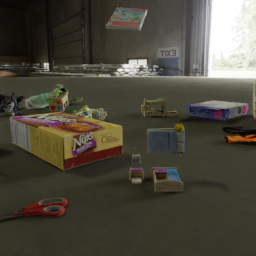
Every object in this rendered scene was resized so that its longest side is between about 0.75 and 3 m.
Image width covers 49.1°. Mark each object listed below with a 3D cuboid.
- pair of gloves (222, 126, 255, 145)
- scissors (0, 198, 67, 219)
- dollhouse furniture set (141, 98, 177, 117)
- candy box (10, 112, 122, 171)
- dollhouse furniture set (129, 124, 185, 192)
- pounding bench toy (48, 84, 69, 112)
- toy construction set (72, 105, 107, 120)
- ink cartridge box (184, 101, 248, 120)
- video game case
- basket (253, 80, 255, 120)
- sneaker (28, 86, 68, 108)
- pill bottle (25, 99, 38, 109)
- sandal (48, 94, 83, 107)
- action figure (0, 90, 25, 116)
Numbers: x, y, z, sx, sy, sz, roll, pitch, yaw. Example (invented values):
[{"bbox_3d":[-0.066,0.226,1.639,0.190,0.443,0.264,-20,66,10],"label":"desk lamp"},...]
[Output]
[{"bbox_3d":[3.551,0.181,8.042,1.567,0.217,1.759,3,13,14],"label":"pair of gloves"},{"bbox_3d":[-1.524,1.191,3.980,1.308,0.091,0.479,-5,16,-15],"label":"scissors"},{"bbox_3d":[1.270,-0.928,11.686,1.317,0.732,1.165,-1,13,-6],"label":"dollhouse furniture set"},{"bbox_3d":[-1.585,0.176,6.842,1.573,0.761,2.696,-11,18,-41],"label":"candy box"},{"bbox_3d":[0.518,0.468,4.891,1.002,1.062,0.693,0,12,0],"label":"dollhouse furniture set"},{"bbox_3d":[-3.152,-1.350,12.522,0.655,1.055,0.823,1,28,6],"label":"pounding bench toy"},{"bbox_3d":[-1.437,-0.518,10.060,0.948,0.666,1.445,-20,-6,28],"label":"toy construction set"},{"bbox_3d":[3.571,-0.728,11.295,1.546,0.544,2.591,12,14,42],"label":"ink cartridge box"},{"bbox_3d":[-0.022,-4.435,11.351,1.343,0.164,1.878,7,43,9],"label":"video game case"},{"bbox_3d":[5.478,-1.090,10.689,1.263,1.556,1.570,0,13,21],"label":"basket"},{"bbox_3d":[-3.690,-1.538,13.055,1.831,1.080,0.674,-9,59,-44],"label":"sneaker"},{"bbox_3d":[-4.445,-1.162,13.325,0.793,0.453,0.453,-8,15,-35],"label":"pill bottle"},{"bbox_3d":[-3.301,-1.484,14.384,2.130,0.608,0.846,-8,15,-32],"label":"sandal"},{"bbox_3d":[-5.085,-1.005,10.938,1.466,1.259,2.467,-24,-36,18],"label":"action figure"}]
